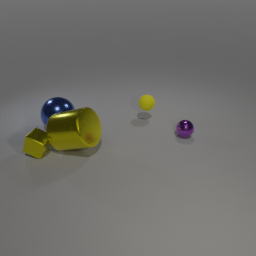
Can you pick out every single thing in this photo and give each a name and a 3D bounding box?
[{"bbox_3d":[-3.183,0.537,9.905,0.700,0.700,0.700,25,31,2],"label":"cube"},{"bbox_3d":[-1.886,0.057,9.890,1.400,1.400,1.400,-8,23,28],"label":"cylinder"},{"bbox_3d":[2.246,0.022,11.021,0.700,0.700,0.700,0,29,0],"label":"ball"},{"bbox_3d":[0.811,-1.086,12.087,0.700,0.700,0.700,0,29,0],"label":"ball"},{"bbox_3d":[-2.817,-0.556,11.350,1.400,1.400,1.400,0,29,0],"label":"ball"}]
